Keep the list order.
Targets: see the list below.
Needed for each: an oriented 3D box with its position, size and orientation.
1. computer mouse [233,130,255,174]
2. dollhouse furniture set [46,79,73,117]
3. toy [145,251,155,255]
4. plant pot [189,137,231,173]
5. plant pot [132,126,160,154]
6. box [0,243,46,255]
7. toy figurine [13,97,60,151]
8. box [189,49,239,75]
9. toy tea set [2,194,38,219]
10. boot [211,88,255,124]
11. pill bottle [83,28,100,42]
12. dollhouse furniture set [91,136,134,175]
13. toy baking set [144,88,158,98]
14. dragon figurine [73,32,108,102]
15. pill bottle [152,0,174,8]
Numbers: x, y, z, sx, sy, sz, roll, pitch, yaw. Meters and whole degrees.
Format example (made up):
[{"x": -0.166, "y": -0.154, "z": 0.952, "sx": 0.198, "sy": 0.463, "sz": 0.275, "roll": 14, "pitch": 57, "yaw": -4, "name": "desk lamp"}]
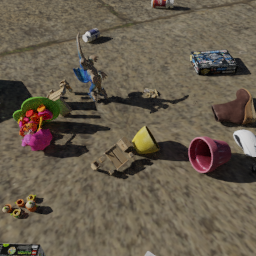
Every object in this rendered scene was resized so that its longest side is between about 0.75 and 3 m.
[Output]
[{"x": 4.525, "y": 0.701, "z": 10.156, "sx": 1.120, "sy": 0.448, "sz": 2.043, "roll": -11, "pitch": 45, "yaw": -9, "name": "computer mouse"}, {"x": -2.921, "y": -1.250, "z": 12.098, "sx": 0.908, "sy": 0.776, "sz": 1.752, "roll": -27, "pitch": 33, "yaw": 16, "name": "dollhouse furniture set"}, {"x": 1.107, "y": 4.139, "z": 6.567, "sx": 2.285, "sy": 0.540, "sz": 1.316, "roll": 27, "pitch": 54, "yaw": 21, "name": "toy"}, {"x": 2.864, "y": 0.869, "z": 9.573, "sx": 1.076, "sy": 1.202, "sz": 1.202, "roll": -4, "pitch": 42, "yaw": -27, "name": "plant pot"}, {"x": 0.582, "y": 0.527, "z": 10.084, "sx": 0.718, "sy": 1.011, "sz": 1.011, "roll": -31, "pitch": 46, "yaw": 10, "name": "plant pot"}, {"x": -3.019, "y": 3.284, "z": 7.160, "sx": 1.720, "sy": 0.947, "sz": 0.299, "roll": 1, "pitch": 45, "yaw": 1, "name": "box"}, {"x": -3.505, "y": 0.049, "z": 10.432, "sx": 1.934, "sy": 1.452, "sz": 1.780, "roll": -18, "pitch": 53, "yaw": 13, "name": "toy figurine"}, {"x": 4.344, "y": -3.375, "z": 14.308, "sx": 2.038, "sy": 0.469, "sz": 1.620, "roll": -5, "pitch": 45, "yaw": -5, "name": "box"}, {"x": -3.266, "y": 2.357, "z": 8.509, "sx": 1.030, "sy": 0.381, "sz": 0.613, "roll": -21, "pitch": 48, "yaw": -20, "name": "toy tea set"}, {"x": 4.316, "y": -0.982, "z": 11.682, "sx": 1.643, "sy": 0.715, "sz": 1.975, "roll": 1, "pitch": 48, "yaw": -1, "name": "boot"}, {"x": -2.142, "y": -5.387, "z": 16.313, "sx": 0.550, "sy": 0.550, "sz": 0.991, "roll": 32, "pitch": 52, "yaw": 28, "name": "pill bottle"}, {"x": -0.511, "y": 1.082, "z": 9.770, "sx": 1.482, "sy": 0.656, "sz": 0.768, "roll": -38, "pitch": 86, "yaw": -22, "name": "dollhouse furniture set"}, {"x": 1.052, "y": -1.641, "z": 12.809, "sx": 0.597, "sy": 0.090, "sz": 0.778, "roll": -5, "pitch": 45, "yaw": -5, "name": "toy baking set"}, {"x": -1.704, "y": -2.400, "z": 11.750, "sx": 0.844, "sy": 2.869, "sz": 1.427, "roll": -38, "pitch": 12, "yaw": -26, "name": "dragon figurine"}, {"x": 2.455, "y": -8.894, "z": 19.703, "sx": 1.520, "sy": 0.833, "sz": 0.833, "roll": 7, "pitch": 45, "yaw": 7, "name": "pill bottle"}]
